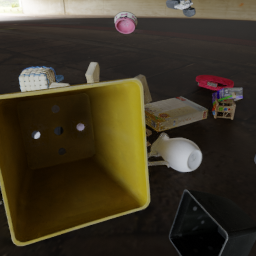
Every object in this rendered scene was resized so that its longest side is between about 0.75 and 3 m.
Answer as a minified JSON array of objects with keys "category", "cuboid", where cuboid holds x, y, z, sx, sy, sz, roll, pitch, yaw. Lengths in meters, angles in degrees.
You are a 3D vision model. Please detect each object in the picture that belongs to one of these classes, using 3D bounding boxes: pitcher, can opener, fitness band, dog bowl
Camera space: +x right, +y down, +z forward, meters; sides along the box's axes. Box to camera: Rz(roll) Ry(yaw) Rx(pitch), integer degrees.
[{"category":"pitcher","cuboid":[1.197,0.781,7.842,1.259,0.889,1.467,-40,33,-21]},{"category":"can opener","cuboid":[1.396,-3.309,7.642,0.361,0.456,1.373,-22,33,-1]},{"category":"fitness band","cuboid":[4.442,-2.342,14.432,1.398,0.364,1.947,-20,34,-39]},{"category":"dog bowl","cuboid":[-0.110,-4.918,13.196,1.107,1.107,0.408,3,65,7]}]

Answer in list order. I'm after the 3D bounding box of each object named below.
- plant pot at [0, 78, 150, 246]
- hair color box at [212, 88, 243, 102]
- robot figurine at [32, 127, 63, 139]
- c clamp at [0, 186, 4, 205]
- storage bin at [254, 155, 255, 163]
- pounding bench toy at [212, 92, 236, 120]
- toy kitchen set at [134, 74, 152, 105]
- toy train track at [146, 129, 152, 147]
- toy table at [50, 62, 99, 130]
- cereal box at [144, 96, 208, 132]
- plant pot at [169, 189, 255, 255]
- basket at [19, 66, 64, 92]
[{"category":"plant pot","cuboid":[-1.420,0.355,6.616,2.942,2.942,2.595,-11,17,-20]},{"category":"hair color box","cuboid":[4.104,-1.335,11.640,0.780,0.462,1.427,0,-4,0]},{"category":"robot figurine","cuboid":[-2.962,-0.037,8.950,1.816,1.365,1.133,1,41,2]},{"category":"c clamp","cuboid":[-3.339,1.800,6.455,1.531,0.207,1.308,-25,31,-38]},{"category":"storage bin","cuboid":[4.420,0.593,6.460,1.916,2.633,1.769,0,38,0]},{"category":"pounding bench toy","cuboid":[3.720,-0.923,10.876,0.776,0.995,0.618,6,27,10]},{"category":"toy kitchen set","cuboid":[-0.343,-1.315,10.942,1.889,1.113,1.513,-31,36,-16]},{"category":"toy train track","cuboid":[-0.137,0.345,9.086,2.273,0.370,1.304,-21,33,-34]},{"category":"toy table","cuboid":[-1.329,-0.839,9.470,2.627,1.538,2.415,-4,55,10]},{"category":"cereal box","cuboid":[1.653,-0.598,10.821,2.303,0.455,1.657,-13,30,-25]},{"category":"plant pot","cuboid":[1.641,1.944,5.177,1.079,1.217,1.214,3,23,-26]},{"category":"basket","cuboid":[-4.044,-2.139,12.851,1.736,1.369,1.969,-1,26,5]}]
